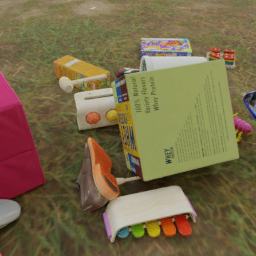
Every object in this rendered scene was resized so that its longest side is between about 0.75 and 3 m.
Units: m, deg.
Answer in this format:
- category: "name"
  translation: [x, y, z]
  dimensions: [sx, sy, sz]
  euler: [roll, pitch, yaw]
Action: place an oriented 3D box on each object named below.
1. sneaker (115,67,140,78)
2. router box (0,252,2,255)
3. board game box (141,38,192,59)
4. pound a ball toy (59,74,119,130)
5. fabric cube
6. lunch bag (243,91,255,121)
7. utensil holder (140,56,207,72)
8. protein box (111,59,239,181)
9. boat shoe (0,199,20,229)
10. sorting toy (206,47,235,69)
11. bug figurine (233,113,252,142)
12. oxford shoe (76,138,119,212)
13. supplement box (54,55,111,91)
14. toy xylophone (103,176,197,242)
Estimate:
- category: "sneaker"
  translation: [0.156, -2.463, 12.884]
  dimensions: [1.473, 0.521, 0.720]
  euler: [-5, 37, -9]
- category: "router box"
  translation: [-3.625, 3.470, 5.534]
  dimensions: [1.925, 0.470, 1.727]
  euler: [-8, 39, -9]
- category: "board game box"
  translation: [2.001, -4.192, 14.994]
  dimensions: [2.598, 0.582, 1.747]
  euler: [2, 39, 2]
- category: "pound a ball toy"
  translation: [-0.849, -0.923, 9.907]
  dimensions: [2.844, 1.855, 1.208]
  euler: [-9, 39, -13]
- category: "fabric cube"
  translation: [-4.353, 0.341, 7.473]
  dimensions: [2.967, 2.977, 2.920]
  euler: [-25, 45, -26]
- category: "lunch bag"
  translation: [4.252, -0.496, 7.974]
  dimensions: [1.704, 1.055, 1.449]
  euler: [34, 22, 32]
- category: "utensil holder"
  translation: [1.755, -1.787, 10.935]
  dimensions: [2.378, 2.021, 2.021]
  euler: [-2, 39, -6]
- category: "protein box"
  translation: [1.237, -0.267, 7.973]
  dimensions: [2.751, 2.731, 1.856]
  euler: [-11, 4, -13]
- category: "boat shoe"
  translation: [-3.825, 2.342, 6.522]
  dimensions: [2.558, 0.794, 0.921]
  euler: [-6, 25, -44]
- category: "sorting toy"
  translation: [4.772, -3.647, 14.376]
  dimensions: [1.437, 0.503, 1.446]
  euler: [10, 40, 12]
- category: "bug figurine"
  translation: [3.014, -0.087, 9.761]
  dimensions: [2.867, 0.738, 2.223]
  euler: [-30, 47, -32]
- category: "oxford shoe"
  translation: [-1.067, 1.183, 7.993]
  dimensions: [1.031, 1.008, 2.828]
  euler: [-39, 25, 7]
- category: "supplement box"
  translation: [-2.049, -2.346, 12.440]
  dimensions: [2.735, 0.910, 0.941]
  euler: [25, 45, 29]
- category: "toy xylophone"
  translation: [0.539, 1.991, 7.269]
  dimensions: [2.405, 0.604, 1.761]
  euler: [-4, 37, -5]
